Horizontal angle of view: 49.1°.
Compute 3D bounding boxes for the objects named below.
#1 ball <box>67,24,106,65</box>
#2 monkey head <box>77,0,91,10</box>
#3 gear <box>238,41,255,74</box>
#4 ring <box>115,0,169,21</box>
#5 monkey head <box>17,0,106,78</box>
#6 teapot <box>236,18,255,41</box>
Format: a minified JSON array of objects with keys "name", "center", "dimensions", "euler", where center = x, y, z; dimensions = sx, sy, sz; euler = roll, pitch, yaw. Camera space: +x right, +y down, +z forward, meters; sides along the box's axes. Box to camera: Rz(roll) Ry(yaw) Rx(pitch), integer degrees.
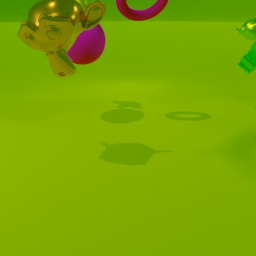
[{"name":"ball","center":[-1.334,-2.521,8.049],"dimensions":[1.385,1.385,1.385],"euler":[0,23,0]},{"name":"monkey head","center":[-1.587,-3.679,8.612],"dimensions":[1.340,0.807,0.964],"euler":[9,34,42]},{"name":"gear","center":[3.245,-2.006,6.159],"dimensions":[0.340,1.840,1.840],"euler":[46,39,11]},{"name":"ring","center":[0.390,-3.437,7.386],"dimensions":[1.463,1.463,0.293],"euler":[-5,64,-12]},{"name":"monkey head","center":[-1.313,-1.770,5.388],"dimensions":[1.904,1.370,1.147],"euler":[-6,36,25]},{"name":"teapot","center":[3.862,-3.085,8.696],"dimensions":[1.085,0.675,0.531],"euler":[-8,-9,7]}]
